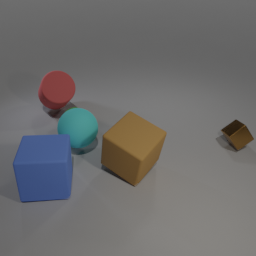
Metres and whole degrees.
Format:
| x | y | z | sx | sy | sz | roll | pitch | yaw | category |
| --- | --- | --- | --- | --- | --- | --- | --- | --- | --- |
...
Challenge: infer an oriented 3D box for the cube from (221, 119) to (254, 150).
| x | y | z | sx | sy | sz | roll | pitch | yaw | category |
| --- | --- | --- | --- | --- | --- | --- | --- | --- | --- |
| 3.946 | 0.240 | 10.133 | 0.700 | 0.700 | 0.700 | -37 | 20 | 6 | cube |

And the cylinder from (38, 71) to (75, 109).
| x | y | z | sx | sy | sz | roll | pitch | yaw | category |
| --- | --- | --- | --- | --- | --- | --- | --- | --- | --- |
| -3.091 | -1.601 | 12.071 | 1.400 | 1.400 | 1.400 | -15 | -1 | -23 | cylinder |

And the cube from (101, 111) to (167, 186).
| x | y | z | sx | sy | sz | roll | pitch | yaw | category |
| --- | --- | --- | --- | --- | --- | --- | --- | --- | --- |
| 0.145 | 0.625 | 8.667 | 1.400 | 1.400 | 1.400 | 31 | 51 | 19 | cube |

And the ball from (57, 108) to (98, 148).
| x | y | z | sx | sy | sz | roll | pitch | yaw | category |
| --- | --- | --- | --- | --- | --- | --- | --- | --- | --- |
| -1.745 | 0.005 | 9.767 | 1.400 | 1.400 | 1.400 | 0 | 31 | 0 | ball |

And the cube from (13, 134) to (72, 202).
| x | y | z | sx | sy | sz | roll | pitch | yaw | category |
| --- | --- | --- | --- | --- | --- | --- | --- | --- | --- |
| -2.413 | 1.140 | 8.240 | 1.400 | 1.400 | 1.400 | -2 | 31 | -7 | cube |

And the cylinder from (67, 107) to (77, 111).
| x | y | z | sx | sy | sz | roll | pitch | yaw | category |
| --- | --- | --- | --- | --- | --- | --- | --- | --- | --- |
| -2.150 | -0.360 | 11.303 | 0.700 | 0.700 | 0.700 | -15 | 40 | 13 | cylinder |
